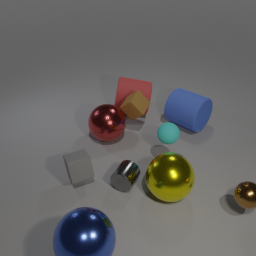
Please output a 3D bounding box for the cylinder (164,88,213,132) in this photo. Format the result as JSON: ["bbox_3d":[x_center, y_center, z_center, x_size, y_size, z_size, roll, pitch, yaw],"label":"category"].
[{"bbox_3d":[2.399,-0.725,11.145,1.400,1.400,1.400,27,42,35],"label":"cylinder"}]

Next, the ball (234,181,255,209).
[{"bbox_3d":[3.075,1.713,7.155,0.700,0.700,0.700,0,34,0],"label":"ball"}]

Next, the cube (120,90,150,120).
[{"bbox_3d":[0.270,-0.841,10.416,0.700,0.700,0.700,-25,27,49],"label":"cube"}]

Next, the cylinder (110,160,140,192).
[{"bbox_3d":[-0.075,1.441,8.479,0.700,0.700,0.700,15,36,21],"label":"cylinder"}]

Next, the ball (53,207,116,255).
[{"bbox_3d":[-0.971,2.500,6.302,1.400,1.400,1.400,0,34,0],"label":"ball"}]

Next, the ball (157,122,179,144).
[{"bbox_3d":[1.275,0.171,8.871,0.700,0.700,0.700,0,34,0],"label":"ball"}]

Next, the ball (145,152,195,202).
[{"bbox_3d":[1.199,1.393,8.003,1.400,1.400,1.400,0,34,0],"label":"ball"}]

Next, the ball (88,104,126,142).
[{"bbox_3d":[-0.767,-0.192,10.343,1.400,1.400,1.400,0,34,0],"label":"ball"}]

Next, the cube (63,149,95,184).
[{"bbox_3d":[-1.488,1.143,8.440,0.700,0.700,0.700,-16,22,-18],"label":"cube"}]

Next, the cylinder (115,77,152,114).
[{"bbox_3d":[0.205,-1.371,11.887,1.400,1.400,1.400,9,34,-3],"label":"cylinder"}]
